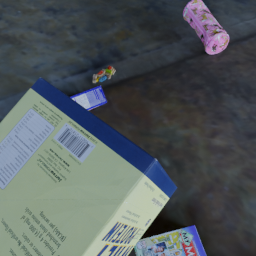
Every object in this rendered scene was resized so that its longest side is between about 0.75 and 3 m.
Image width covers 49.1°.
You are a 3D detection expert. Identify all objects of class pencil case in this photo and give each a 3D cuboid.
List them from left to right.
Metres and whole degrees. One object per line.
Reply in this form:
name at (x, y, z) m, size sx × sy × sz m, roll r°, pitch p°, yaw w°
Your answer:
pencil case at (3.010, -3.970, 10.950) m, size 1.044 × 0.999 × 2.413 m, roll -21°, pitch 60°, yaw -2°

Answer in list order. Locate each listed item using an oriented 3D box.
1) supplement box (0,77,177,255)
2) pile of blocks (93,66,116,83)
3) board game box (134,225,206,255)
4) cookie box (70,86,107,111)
supplement box at (-1.106, 1.114, 4.707) m, size 2.651 × 1.780 × 2.649 m, roll 34°, pitch 82°, yaw 29°
pile of blocks at (-0.857, -1.938, 10.049) m, size 0.980 × 0.305 × 0.402 m, roll -39°, pitch 65°, yaw -21°
board game box at (1.203, 3.626, 6.385) m, size 1.613 × 0.349 × 2.397 m, roll -11°, pitch 58°, yaw -11°
cookie box at (-1.561, -0.712, 8.634) m, size 1.547 × 1.324 × 0.581 m, roll -24°, pitch 97°, yaw -15°
